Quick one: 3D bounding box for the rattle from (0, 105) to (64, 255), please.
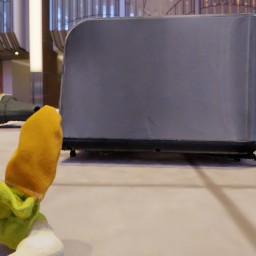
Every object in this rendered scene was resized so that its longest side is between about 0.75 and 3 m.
[{"bbox_3d":[-0.640,0.258,0.867,0.880,0.629,0.573,5,22,-32],"label":"rattle"}]

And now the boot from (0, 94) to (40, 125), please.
[{"bbox_3d":[-3.201,-0.528,8.346,1.493,0.836,2.159,-3,22,-5],"label":"boot"}]

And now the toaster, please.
[{"bbox_3d":[0.525,-0.459,3.860,2.560,1.519,2.315,1,6,7],"label":"toaster"}]
